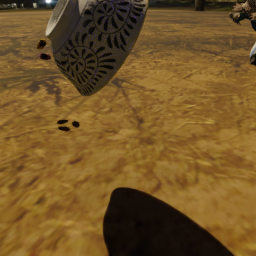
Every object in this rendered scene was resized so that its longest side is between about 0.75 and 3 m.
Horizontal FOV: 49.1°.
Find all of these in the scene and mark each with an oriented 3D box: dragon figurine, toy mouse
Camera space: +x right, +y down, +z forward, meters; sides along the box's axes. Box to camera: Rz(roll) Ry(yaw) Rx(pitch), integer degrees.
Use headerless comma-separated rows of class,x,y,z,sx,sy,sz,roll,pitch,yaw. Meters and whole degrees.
dragon figurine,3.860,-3.220,8.077,1.232,0.729,2.478,14,23,-44
toy mouse,-2.567,-2.492,9.065,0.861,0.969,0.188,30,20,-38

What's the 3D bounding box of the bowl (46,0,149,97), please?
bowl,-0.810,-1.906,5.291,1.127,2.402,2.402,23,15,-31

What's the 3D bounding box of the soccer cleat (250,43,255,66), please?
soccer cleat,3.585,-1.935,5.735,0.874,1.080,2.501,25,-10,-22
